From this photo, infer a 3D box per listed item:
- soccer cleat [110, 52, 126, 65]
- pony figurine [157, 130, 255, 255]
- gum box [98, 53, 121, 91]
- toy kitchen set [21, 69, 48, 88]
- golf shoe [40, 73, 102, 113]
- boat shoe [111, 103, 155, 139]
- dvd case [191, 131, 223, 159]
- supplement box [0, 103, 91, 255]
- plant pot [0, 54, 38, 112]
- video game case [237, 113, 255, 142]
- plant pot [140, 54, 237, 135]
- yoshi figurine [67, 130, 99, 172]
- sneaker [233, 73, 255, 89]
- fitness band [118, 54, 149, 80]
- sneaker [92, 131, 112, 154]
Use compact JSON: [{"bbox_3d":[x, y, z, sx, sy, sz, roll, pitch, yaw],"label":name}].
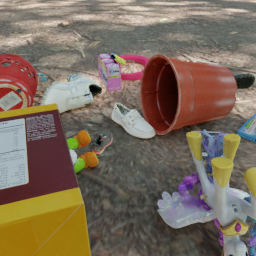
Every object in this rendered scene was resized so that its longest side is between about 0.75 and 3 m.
[{"bbox_3d":[-0.452,-2.986,12.227,0.796,0.257,0.333,37,45,-16],"label":"soccer cleat"},{"bbox_3d":[1.830,1.470,5.798,2.299,2.761,2.665,-11,19,-3],"label":"pony figurine"},{"bbox_3d":[-0.874,-2.597,12.742,0.636,1.092,1.923,-10,35,-15],"label":"gum box"},{"bbox_3d":[-4.263,-2.214,12.557,1.137,0.670,0.911,-12,36,-16],"label":"toy kitchen set"},{"bbox_3d":[-2.085,-1.233,10.759,1.457,1.174,2.997,18,39,16],"label":"golf shoe"},{"bbox_3d":[0.137,-0.304,9.681,0.702,0.687,1.983,-25,42,-38],"label":"boat shoe"},{"bbox_3d":[2.578,0.533,8.925,1.006,0.165,1.338,2,35,2],"label":"dvd case"},{"bbox_3d":[-1.870,1.504,5.101,1.879,2.792,2.830,-11,35,-15],"label":"supplement box"},{"bbox_3d":[-4.403,-1.499,10.356,1.974,1.974,1.798,-6,37,-9],"label":"plant pot"},{"bbox_3d":[5.100,0.258,9.298,2.358,0.210,1.687,27,43,34],"label":"video game case"},{"bbox_3d":[2.104,-1.169,9.609,2.530,2.601,2.601,-5,33,-23],"label":"plant pot"},{"bbox_3d":[-2.016,0.926,7.380,2.414,1.352,1.357,-21,46,-23],"label":"yoshi figurine"},{"bbox_3d":[4.724,-2.162,12.457,1.892,0.714,0.750,-6,32,-10],"label":"sneaker"},{"bbox_3d":[0.202,-3.068,14.079,1.801,0.469,2.507,7,35,6],"label":"fitness band"},{"bbox_3d":[-0.793,0.362,8.899,0.420,0.447,1.090,8,36,16],"label":"sneaker"}]
